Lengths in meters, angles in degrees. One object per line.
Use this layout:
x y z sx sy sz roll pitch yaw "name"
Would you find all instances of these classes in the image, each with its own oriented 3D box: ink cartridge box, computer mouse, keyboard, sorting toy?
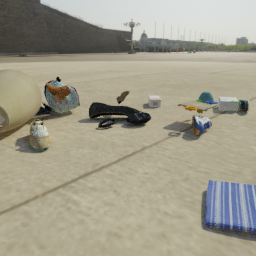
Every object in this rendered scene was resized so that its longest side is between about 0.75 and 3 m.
5.126 -1.239 14.336 0.888 0.535 1.223 5 20 13 "ink cartridge box"
-0.112 -0.226 11.542 2.291 0.390 0.672 -10 32 -14 "computer mouse"
-4.170 -1.010 13.090 1.060 0.403 2.036 -5 18 -34 "keyboard"
2.919 -0.870 11.793 1.325 0.321 2.353 13 19 35 "sorting toy"

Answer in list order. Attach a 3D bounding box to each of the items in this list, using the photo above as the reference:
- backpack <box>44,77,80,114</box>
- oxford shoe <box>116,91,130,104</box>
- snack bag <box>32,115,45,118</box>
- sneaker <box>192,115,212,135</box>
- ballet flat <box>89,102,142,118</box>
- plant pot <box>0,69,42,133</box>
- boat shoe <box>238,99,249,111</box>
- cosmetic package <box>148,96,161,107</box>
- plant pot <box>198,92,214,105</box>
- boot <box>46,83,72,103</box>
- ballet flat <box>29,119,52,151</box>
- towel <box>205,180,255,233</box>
-3.244 -1.456 13.721 1.254 1.653 1.980 -35 37 -29 "backpack"
-0.209 -1.477 13.619 0.335 0.355 0.950 6 -28 -34 "oxford shoe"
-4.975 -0.718 12.946 2.067 0.221 1.949 11 16 31 "snack bag"
2.872 -0.176 10.765 0.730 0.623 1.656 3 18 9 "sneaker"
-0.461 -0.617 12.511 2.636 0.749 0.876 8 -10 9 "ballet flat"
-4.656 -0.825 10.528 2.285 2.285 2.439 -1 24 -4 "plant pot"
5.776 -1.178 14.066 0.482 0.583 1.557 5 16 12 "boat shoe"
1.443 -1.466 15.262 0.602 0.423 1.186 0 16 -1 "cosmetic package"
4.373 -1.696 15.690 0.910 0.613 0.910 -1 17 0 "plant pot"
-3.116 -1.747 12.648 0.875 1.131 0.417 -32 -17 -5 "boot"
-3.068 0.157 9.599 0.717 0.664 2.035 -6 19 -26 "ballet flat"
2.747 1.645 5.638 2.268 0.270 1.642 4 20 17 "towel"
